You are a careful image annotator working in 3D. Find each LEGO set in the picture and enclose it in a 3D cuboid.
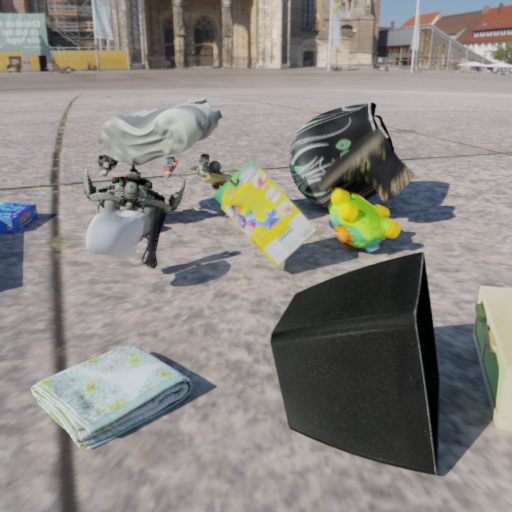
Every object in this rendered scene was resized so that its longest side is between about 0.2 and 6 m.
[{"bbox_3d":[-2.388,-1.347,12.517,2.621,1.144,4.036,16,-15,-41],"label":"LEGO set"}]

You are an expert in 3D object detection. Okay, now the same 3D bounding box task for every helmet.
[{"bbox_3d":[2.072,-2.399,13.992,2.573,2.699,2.699,-21,12,25],"label":"helmet"}]

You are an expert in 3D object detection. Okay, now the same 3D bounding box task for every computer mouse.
[{"bbox_3d":[-2.089,-0.282,9.390,0.441,1.102,2.009,20,8,18],"label":"computer mouse"}]

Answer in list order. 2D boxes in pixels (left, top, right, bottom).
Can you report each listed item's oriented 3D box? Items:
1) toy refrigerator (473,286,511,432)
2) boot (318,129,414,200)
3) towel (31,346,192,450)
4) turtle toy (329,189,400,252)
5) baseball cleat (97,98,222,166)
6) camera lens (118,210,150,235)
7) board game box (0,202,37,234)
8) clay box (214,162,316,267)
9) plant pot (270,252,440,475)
[{"bbox_3d":[3.246,1.218,7.077,0.774,0.839,2.211,5,23,13],"label":"toy refrigerator"},{"bbox_3d":[2.416,-1.730,12.333,1.381,1.834,0.671,40,25,-19],"label":"boot"},{"bbox_3d":[-1.737,1.603,6.744,1.521,0.366,1.302,-19,29,-40],"label":"towel"},{"bbox_3d":[2.052,-0.716,11.573,1.335,0.926,1.831,19,25,-17],"label":"turtle toy"},{"bbox_3d":[-1.998,-2.685,12.150,3.266,1.139,1.738,11,34,45],"label":"baseball cleat"},{"bbox_3d":[-2.747,-0.742,12.530,0.638,0.510,0.510,11,24,27],"label":"camera lens"},{"bbox_3d":[-6.204,-0.915,13.094,1.666,0.375,1.267,2,23,3],"label":"board game box"},{"bbox_3d":[0.143,-0.766,10.237,1.001,1.742,0.415,-43,3,-3],"label":"clay box"},{"bbox_3d":[1.143,1.123,6.288,1.590,1.793,1.788,-5,19,20],"label":"plant pot"}]
